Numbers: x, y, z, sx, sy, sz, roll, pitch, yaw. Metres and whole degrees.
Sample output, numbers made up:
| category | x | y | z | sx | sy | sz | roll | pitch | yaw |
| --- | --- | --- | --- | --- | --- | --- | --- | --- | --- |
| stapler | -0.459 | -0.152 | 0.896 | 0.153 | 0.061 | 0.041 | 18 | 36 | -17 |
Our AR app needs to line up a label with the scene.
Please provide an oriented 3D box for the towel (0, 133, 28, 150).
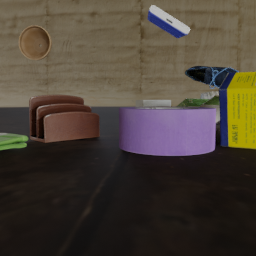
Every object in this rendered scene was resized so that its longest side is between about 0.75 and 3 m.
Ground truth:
| category | x | y | z | sx | sy | sz | roll | pitch | yaw |
| --- | --- | --- | --- | --- | --- | --- | --- | --- | --- |
| towel | -4.061 | 0.386 | 6.405 | 2.796 | 0.429 | 2.086 | 5 | 9 | 22 |

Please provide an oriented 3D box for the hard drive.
| category | x | y | z | sx | sy | sz | roll | pitch | yaw |
| --- | --- | --- | --- | --- | --- | --- | --- | --- | --- |
| hard drive | 1.536 | -4.135 | 11.089 | 1.628 | 0.313 | 2.468 | 30 | 15 | -5 |

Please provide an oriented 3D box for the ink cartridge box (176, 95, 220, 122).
| category | x | y | z | sx | sy | sz | roll | pitch | yaw |
| --- | --- | --- | --- | --- | --- | --- | --- | --- | --- |
| ink cartridge box | 3.177 | -0.835 | 10.843 | 2.153 | 0.710 | 2.959 | -2 | -22 | -24 |

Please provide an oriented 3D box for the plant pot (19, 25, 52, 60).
| category | x | y | z | sx | sy | sz | roll | pitch | yaw |
| --- | --- | --- | --- | --- | --- | --- | --- | --- | --- |
| plant pot | -2.535 | -2.348 | 7.854 | 0.931 | 0.931 | 0.430 | 1 | 4 | 6 |

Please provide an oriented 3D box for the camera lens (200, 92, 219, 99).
| category | x | y | z | sx | sy | sz | roll | pitch | yaw |
| --- | --- | --- | --- | --- | --- | --- | --- | --- | --- |
| camera lens | 5.295 | -1.291 | 16.223 | 2.039 | 1.631 | 1.631 | 1 | 6 | 5 |

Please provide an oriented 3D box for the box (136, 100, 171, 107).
| category | x | y | z | sx | sy | sz | roll | pitch | yaw |
| --- | --- | --- | --- | --- | --- | --- | --- | --- | --- |
| box | 1.316 | -0.953 | 15.211 | 1.487 | 1.165 | 2.391 | -1 | 6 | -7 |

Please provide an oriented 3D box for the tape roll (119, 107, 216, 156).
| category | x | y | z | sx | sy | sz | roll | pitch | yaw |
| --- | --- | --- | --- | --- | --- | --- | --- | --- | --- |
| tape roll | 0.937 | -0.015 | 6.873 | 2.329 | 0.990 | 2.329 | 1 | 6 | 0 |

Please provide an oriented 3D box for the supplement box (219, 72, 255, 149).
| category | x | y | z | sx | sy | sz | roll | pitch | yaw |
| --- | --- | --- | --- | --- | --- | --- | --- | --- | --- |
| supplement box | 3.690 | -0.447 | 6.556 | 2.780 | 1.513 | 1.522 | 4 | 27 | 28 |

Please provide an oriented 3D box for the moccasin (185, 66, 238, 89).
| category | x | y | z | sx | sy | sz | roll | pitch | yaw |
| --- | --- | --- | --- | --- | --- | --- | --- | --- | --- |
| moccasin | 3.612 | -2.179 | 12.271 | 0.869 | 1.026 | 2.550 | -14 | 19 | -37 |

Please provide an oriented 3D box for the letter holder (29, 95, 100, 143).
| category | x | y | z | sx | sy | sz | roll | pitch | yaw |
| --- | --- | --- | --- | --- | --- | --- | --- | --- | --- |
| letter holder | -1.847 | -0.333 | 8.325 | 1.863 | 1.324 | 0.937 | -5 | 8 | -43 |
